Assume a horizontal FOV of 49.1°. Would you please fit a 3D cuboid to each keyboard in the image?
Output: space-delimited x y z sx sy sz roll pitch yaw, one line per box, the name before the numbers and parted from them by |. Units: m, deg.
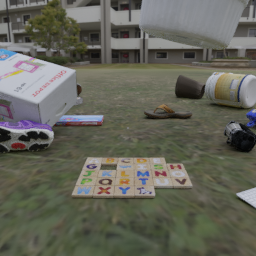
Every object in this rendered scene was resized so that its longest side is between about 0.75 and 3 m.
keyboard | 2.752 1.145 5.109 1.696 0.090 0.477 -8 17 -27

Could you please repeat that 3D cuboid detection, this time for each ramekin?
ramekin | 1.711 -3.189 7.892 2.925 1.426 2.925 12 14 -3

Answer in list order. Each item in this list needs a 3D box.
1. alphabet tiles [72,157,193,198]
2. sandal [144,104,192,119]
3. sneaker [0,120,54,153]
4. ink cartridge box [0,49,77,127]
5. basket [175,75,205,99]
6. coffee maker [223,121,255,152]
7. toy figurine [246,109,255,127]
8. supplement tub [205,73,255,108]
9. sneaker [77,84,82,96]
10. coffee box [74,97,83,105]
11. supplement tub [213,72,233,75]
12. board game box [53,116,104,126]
alphabet tiles | 0.119 0.968 5.799 2.218 0.084 1.854 0 15 1
sandal | 1.605 -0.682 11.175 1.924 0.525 0.786 1 15 4
sneaker | -3.012 0.155 7.361 2.042 0.823 0.852 6 27 -15
ink cartridge box | -3.217 -1.196 8.471 2.803 1.186 2.026 19 43 11
basket | 3.606 -2.265 16.146 1.488 1.341 1.012 20 39 27
coffee maker | 3.135 0.223 7.553 0.903 0.633 0.941 2 16 7
toy figurine | 4.921 -0.299 9.553 1.570 1.383 2.621 -30 15 -2
supplement tub | 4.985 -1.837 13.519 1.545 1.545 2.140 -12 19 -38
sneaker | -3.739 -2.168 16.124 1.009 0.868 2.384 13 21 34
coffee box | -2.654 -1.362 14.202 0.428 0.302 0.756 5 16 18
supplement tub | 6.836 -3.318 19.861 1.641 1.187 1.187 14 20 43
board game box | -1.890 -0.280 10.320 1.922 0.187 0.989 0 13 0
